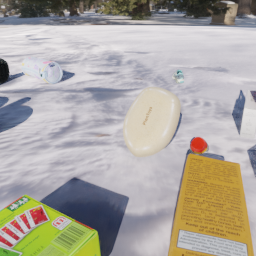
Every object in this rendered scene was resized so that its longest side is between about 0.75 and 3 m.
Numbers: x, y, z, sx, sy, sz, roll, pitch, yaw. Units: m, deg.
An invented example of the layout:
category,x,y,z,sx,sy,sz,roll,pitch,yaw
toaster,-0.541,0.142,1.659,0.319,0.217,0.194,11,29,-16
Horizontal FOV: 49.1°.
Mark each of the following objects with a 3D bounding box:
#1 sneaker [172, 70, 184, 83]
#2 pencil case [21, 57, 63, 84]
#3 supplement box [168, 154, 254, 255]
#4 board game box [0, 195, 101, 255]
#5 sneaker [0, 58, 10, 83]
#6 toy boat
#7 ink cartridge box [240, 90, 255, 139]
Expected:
category,x,y,z,sx,sy,sz,roll,pitch,yaw
sneaker,2.150,-2.238,11.765,0.431,0.480,1.111,-2,24,-4
pencil case,-3.637,-2.430,11.733,0.952,0.873,2.099,-35,40,-29
supplement box,0.961,1.290,3.315,0.879,0.850,2.556,6,25,13
board game box,-1.501,1.666,2.504,1.250,0.586,2.460,13,28,32
sneaker,-5.674,-2.102,10.796,1.093,1.040,2.758,4,23,13
toy boat,0.797,0.067,5.781,1.815,1.526,0.844,28,-2,19
ink cartridge box,3.177,-0.714,7.101,0.369,1.455,1.651,10,25,21
